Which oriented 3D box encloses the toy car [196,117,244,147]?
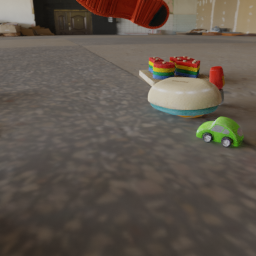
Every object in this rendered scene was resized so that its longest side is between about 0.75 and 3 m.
[{"bbox_3d":[2.784,0.173,6.342,2.493,0.591,2.649,14,26,31],"label":"toy car"}]

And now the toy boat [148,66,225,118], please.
[{"bbox_3d":[2.140,-0.986,8.696,2.740,1.274,2.304,-25,28,-32],"label":"toy boat"}]

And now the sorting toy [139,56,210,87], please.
[{"bbox_3d":[2.156,-2.712,13.027,2.745,0.955,2.729,-4,22,-10],"label":"sorting toy"}]

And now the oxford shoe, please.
[{"bbox_3d":[-0.292,-2.860,6.051,2.408,0.857,0.873,18,33,-21],"label":"oxford shoe"}]
